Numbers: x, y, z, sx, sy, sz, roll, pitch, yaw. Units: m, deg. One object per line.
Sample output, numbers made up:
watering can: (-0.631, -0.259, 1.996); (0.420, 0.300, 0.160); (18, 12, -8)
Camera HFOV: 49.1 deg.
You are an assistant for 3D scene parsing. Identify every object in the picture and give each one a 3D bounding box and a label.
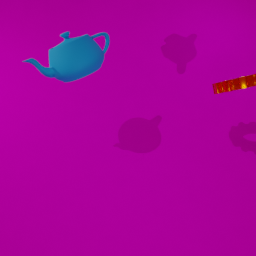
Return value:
teapot: (-1.231, -1.567, 6.066); (1.977, 1.229, 0.968); (-30, 113, -18)
gear: (2.741, -1.078, 6.604); (1.411, 1.411, 0.261); (-13, 94, -5)
